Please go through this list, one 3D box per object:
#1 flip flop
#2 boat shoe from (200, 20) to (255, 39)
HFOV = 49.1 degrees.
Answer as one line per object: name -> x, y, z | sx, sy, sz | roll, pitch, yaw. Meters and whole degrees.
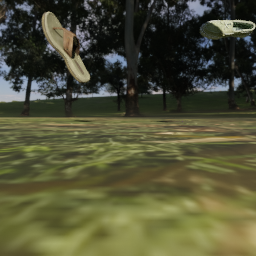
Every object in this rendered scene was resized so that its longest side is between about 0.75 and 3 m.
flip flop -> -2.157, -3.023, 10.504 | 0.823, 2.858, 1.159 | -22, 18, 26
boat shoe -> 3.311, -3.358, 9.330 | 1.774, 0.639, 0.550 | -3, -9, -4
